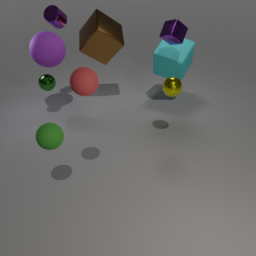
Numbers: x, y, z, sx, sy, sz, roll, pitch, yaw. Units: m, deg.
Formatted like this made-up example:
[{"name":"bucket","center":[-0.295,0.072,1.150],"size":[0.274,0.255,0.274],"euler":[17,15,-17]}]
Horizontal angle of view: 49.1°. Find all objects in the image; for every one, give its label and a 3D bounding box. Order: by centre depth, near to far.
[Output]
[{"name":"ball","center":[-1.062,-1.123,6.793],"size":[0.700,0.700,0.700],"euler":[0,31,0]},{"name":"ball","center":[-1.997,0.213,7.168],"size":[0.700,0.700,0.700],"euler":[0,31,0]},{"name":"ball","center":[1.553,-1.440,9.780],"size":[0.700,0.700,0.700],"euler":[0,31,0]},{"name":"cube","center":[1.793,-3.758,11.010],"size":[0.700,0.700,0.700],"euler":[23,-4,-37]},{"name":"ball","center":[-3.206,-3.136,11.206],"size":[1.400,1.400,1.400],"euler":[0,31,0]},{"name":"cylinder","center":[-2.911,-4.458,11.267],"size":[0.700,0.700,0.700],"euler":[10,0,17]},{"name":"ball","center":[-3.345,-1.880,11.585],"size":[0.700,0.700,0.700],"euler":[0,31,0]},{"name":"cube","center":[-1.161,-3.895,12.103],"size":[1.400,1.400,1.400],"euler":[22,46,-35]},{"name":"cube","center":[2.083,-3.188,12.823],"size":[1.400,1.400,1.400],"euler":[25,67,17]}]
